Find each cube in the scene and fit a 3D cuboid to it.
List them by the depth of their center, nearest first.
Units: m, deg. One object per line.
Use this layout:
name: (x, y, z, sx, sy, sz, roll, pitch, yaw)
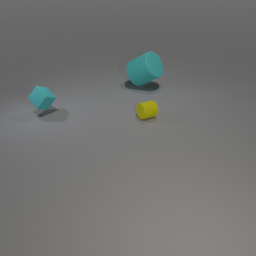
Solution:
cube: (-3.706, -1.298, 12.095, 0.700, 0.700, 0.700, 47, 18, 15)

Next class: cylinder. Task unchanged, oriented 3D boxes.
cylinder: (0.827, -0.781, 12.071, 0.700, 0.700, 0.700, -14, 33, -27)
cylinder: (0.872, -3.062, 14.568, 1.400, 1.400, 1.400, -17, 14, 43)
